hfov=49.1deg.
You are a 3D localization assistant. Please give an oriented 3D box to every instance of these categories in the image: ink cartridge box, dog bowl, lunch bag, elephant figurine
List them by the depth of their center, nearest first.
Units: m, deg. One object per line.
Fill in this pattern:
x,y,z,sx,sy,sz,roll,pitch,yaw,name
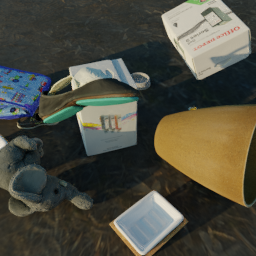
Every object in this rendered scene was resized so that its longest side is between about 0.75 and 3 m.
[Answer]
-2.590,1.580,7.681,1.993,1.818,2.569,-38,66,1,elephant figurine
-0.794,-0.703,9.340,1.823,2.520,1.831,-12,44,-12,ink cartridge box
2.692,-3.324,9.850,2.022,1.164,2.770,-27,52,8,ink cartridge box
-4.469,-1.386,10.857,2.858,1.344,2.152,4,42,8,lunch bag
0.489,-2.111,12.503,1.055,0.309,1.055,1,42,0,dog bowl

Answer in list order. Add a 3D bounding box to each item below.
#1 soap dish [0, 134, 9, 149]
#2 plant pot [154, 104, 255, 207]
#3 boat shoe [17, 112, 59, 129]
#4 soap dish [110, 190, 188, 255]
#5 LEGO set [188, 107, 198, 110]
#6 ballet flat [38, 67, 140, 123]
-5.022,1.031,8.554,2.064,1.066,2.624,32,52,30,soap dish
2.367,0.479,8.246,2.959,2.757,2.757,13,42,37,plant pot
-3.372,-0.349,10.442,1.558,0.469,0.555,-9,54,-8,boat shoe
0.540,2.522,7.247,1.618,0.657,1.273,-30,51,-29,soap dish
2.130,-0.225,10.446,1.600,0.595,0.736,-33,17,-24,LEGO set
-0.934,-0.712,5.588,2.483,0.849,0.844,-11,-5,30,ballet flat
